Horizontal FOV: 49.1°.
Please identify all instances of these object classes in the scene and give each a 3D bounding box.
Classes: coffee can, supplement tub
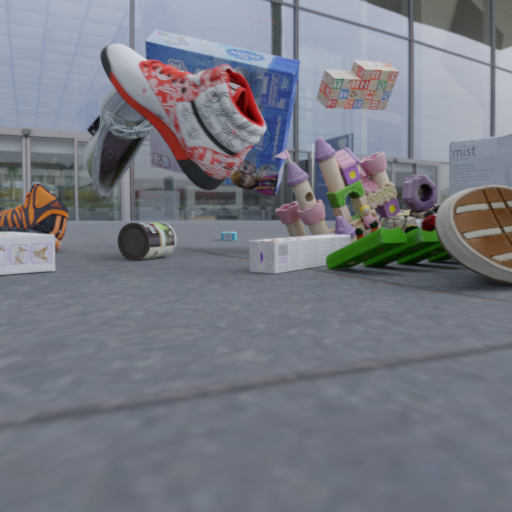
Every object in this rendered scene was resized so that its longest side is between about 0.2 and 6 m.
[{"bbox_3d":[-1.969,-0.273,10.167,0.669,0.669,0.914,2,5,23],"label":"coffee can"},{"bbox_3d":[3.285,-0.546,12.190,1.236,0.896,0.896,5,7,43],"label":"supplement tub"}]

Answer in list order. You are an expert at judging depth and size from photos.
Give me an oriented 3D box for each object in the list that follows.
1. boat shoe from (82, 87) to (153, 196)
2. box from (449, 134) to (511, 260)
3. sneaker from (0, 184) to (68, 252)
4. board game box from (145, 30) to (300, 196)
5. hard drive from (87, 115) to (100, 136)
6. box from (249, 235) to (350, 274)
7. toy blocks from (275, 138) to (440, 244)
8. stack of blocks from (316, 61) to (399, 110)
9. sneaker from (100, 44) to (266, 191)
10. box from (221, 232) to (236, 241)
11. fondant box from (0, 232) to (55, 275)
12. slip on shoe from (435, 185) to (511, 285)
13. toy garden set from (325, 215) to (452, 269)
[{"bbox_3d":[-2.444,-2.121,10.159,0.968,0.842,2.626,0,-28,-39],"label":"boat shoe"},{"bbox_3d":[4.480,-0.931,9.230,1.167,2.131,2.415,-3,5,-34],"label":"box"},{"bbox_3d":[-5.049,-0.847,12.055,2.375,1.330,0.921,6,-20,14],"label":"sneaker"},{"bbox_3d":[-0.780,-2.878,11.690,2.972,2.986,0.648,15,46,8],"label":"board game box"},{"bbox_3d":[-3.437,-3.158,14.060,1.693,1.183,0.320,-26,21,49],"label":"hard drive"},{"bbox_3d":[0.752,-0.058,8.739,0.462,0.495,2.389,3,7,35],"label":"box"},{"bbox_3d":[1.818,-1.461,11.336,2.420,2.180,2.590,-27,15,-19],"label":"toy blocks"},{"bbox_3d":[2.366,-3.990,13.099,1.713,0.986,0.502,-6,42,-25],"label":"stack of blocks"},{"bbox_3d":[-0.975,-2.347,7.887,1.416,2.643,0.882,-42,-8,30],"label":"sneaker"},{"bbox_3d":[-0.812,-0.592,16.799,0.411,0.246,1.000,0,5,0],"label":"box"},{"bbox_3d":[-4.027,-0.024,7.751,1.410,0.569,1.955,4,7,42],"label":"fondant box"},{"bbox_3d":[3.257,-0.193,7.024,3.128,1.189,0.948,-4,-16,-33],"label":"slip on shoe"},{"bbox_3d":[2.693,-0.448,8.183,2.694,0.538,2.246,-3,-17,-34],"label":"toy garden set"}]
